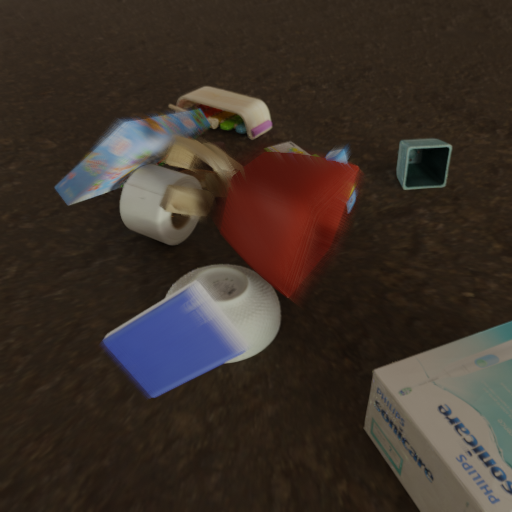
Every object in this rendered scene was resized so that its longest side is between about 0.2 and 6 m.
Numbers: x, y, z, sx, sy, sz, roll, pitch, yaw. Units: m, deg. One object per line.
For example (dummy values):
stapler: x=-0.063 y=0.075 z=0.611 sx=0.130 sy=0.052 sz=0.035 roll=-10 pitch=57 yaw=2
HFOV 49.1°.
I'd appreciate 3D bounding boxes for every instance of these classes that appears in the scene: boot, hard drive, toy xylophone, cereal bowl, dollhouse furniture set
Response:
boot: x=-0.683 y=-2.004 z=12.361 sx=2.263 sy=0.819 sz=1.882 roll=-7 pitch=45 yaw=2
hard drive: x=-0.953 y=1.003 z=6.455 sx=1.467 sy=0.968 sz=0.186 roll=-31 pitch=15 yaw=27
toy xylophone: x=-1.108 y=-3.859 z=15.160 sx=2.857 sy=0.718 sz=2.092 roll=29 pitch=45 yaw=34
cereal bowl: x=-0.555 y=0.731 z=8.767 sx=1.903 sy=0.793 sz=1.903 roll=0 pitch=35 yaw=0
dollhouse furniture set: x=-0.776 y=-1.026 z=8.610 sx=1.119 sy=1.177 sz=0.959 roll=3 pitch=29 yaw=-48

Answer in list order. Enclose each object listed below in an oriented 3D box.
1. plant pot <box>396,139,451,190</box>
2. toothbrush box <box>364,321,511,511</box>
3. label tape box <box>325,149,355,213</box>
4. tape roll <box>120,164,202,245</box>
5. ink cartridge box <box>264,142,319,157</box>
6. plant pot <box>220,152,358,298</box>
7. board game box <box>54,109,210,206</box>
plant pot: x=3.683 y=-2.179 z=12.675 sx=0.992 sy=0.995 sz=1.013 roll=-4 pitch=31 yaw=-5
toothbrush box: x=3.046 y=2.007 z=6.617 sx=2.836 sy=1.209 sz=2.076 roll=-14 pitch=38 yaw=-19
label tape box: x=1.649 y=-1.472 z=11.201 sx=0.368 sy=1.113 sz=0.797 roll=-6 pitch=24 yaw=25
tape roll: x=-1.772 y=-0.975 z=10.631 sx=0.937 sy=1.364 sz=1.364 roll=20 pitch=41 yaw=25
ink cartridge box: x=1.076 y=-2.225 z=13.036 sx=1.492 sy=0.565 sz=1.102 roll=-20 pitch=40 yaw=-23
plant pot: x=0.391 y=-0.669 z=8.421 sx=1.431 sy=1.624 sz=1.623 roll=28 pitch=41 yaw=15
board game box: x=-2.248 y=-1.929 z=10.621 sx=2.012 sy=0.487 sz=2.659 roll=-32 pitch=3 yaw=29
